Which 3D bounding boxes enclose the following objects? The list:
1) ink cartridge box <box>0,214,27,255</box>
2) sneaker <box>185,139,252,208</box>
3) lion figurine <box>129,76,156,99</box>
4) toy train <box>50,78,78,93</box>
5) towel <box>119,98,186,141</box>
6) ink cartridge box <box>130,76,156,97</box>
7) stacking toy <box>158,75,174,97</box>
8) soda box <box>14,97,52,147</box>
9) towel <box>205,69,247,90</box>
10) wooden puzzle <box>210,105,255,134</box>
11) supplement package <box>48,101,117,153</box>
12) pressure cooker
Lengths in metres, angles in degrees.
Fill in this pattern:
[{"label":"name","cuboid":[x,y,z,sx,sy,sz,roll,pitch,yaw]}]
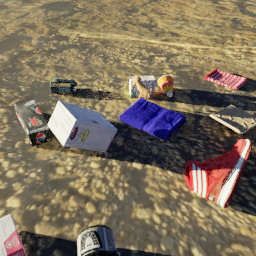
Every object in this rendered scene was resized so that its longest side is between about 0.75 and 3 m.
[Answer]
[{"label":"ink cartridge box","cuboid":[-3.450,3.063,6.810,1.632,0.688,1.181,-21,42,-26]},{"label":"sneaker","cuboid":[2.886,1.094,9.129,1.683,1.142,2.914,21,40,24]},{"label":"lion figurine","cuboid":[0.570,-1.829,12.366,0.543,0.918,1.499,-37,85,-20]},{"label":"toy train","cuboid":[-3.193,-2.059,13.867,1.379,0.588,0.786,3,49,1]},{"label":"towel","cuboid":[1.033,-0.450,11.621,2.366,0.586,1.747,23,41,28]},{"label":"ink cartridge box","cuboid":[0.688,-1.995,13.465,1.192,0.868,0.501,-4,37,-5]},{"label":"stacking toy","cuboid":[1.932,-1.945,13.698,0.820,0.820,1.122,-3,55,-4]},{"label":"soda box","cuboid":[-3.849,-0.306,11.287,0.850,0.761,2.404,-19,41,-24]},{"label":"towel","cuboid":[5.183,-2.609,14.856,1.863,0.209,1.347,28,46,32]},{"label":"wooden puzzle","cuboid":[4.487,-0.314,11.658,1.667,0.386,1.544,-20,41,-32]},{"label":"supplement package","cuboid":[-1.610,-0.017,9.985,1.850,1.026,1.441,14,21,-44]},{"label":"pressure cooker","cuboid":[-0.714,3.006,6.683,0.966,0.951,1.081,13,33,-22]}]
